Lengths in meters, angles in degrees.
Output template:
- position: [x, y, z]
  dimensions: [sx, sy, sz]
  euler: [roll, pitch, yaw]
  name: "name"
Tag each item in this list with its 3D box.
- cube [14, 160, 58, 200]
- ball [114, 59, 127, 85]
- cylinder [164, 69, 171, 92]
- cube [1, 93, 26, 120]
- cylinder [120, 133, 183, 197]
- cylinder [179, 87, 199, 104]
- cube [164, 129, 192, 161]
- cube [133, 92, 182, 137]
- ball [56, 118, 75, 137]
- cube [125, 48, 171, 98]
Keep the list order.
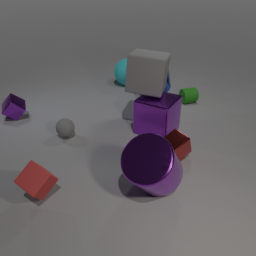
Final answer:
- position: [-2.418, 1.391, 7.439]
  dimensions: [0.700, 0.700, 0.700]
  euler: [32, 76, 15]
  name: "cube"
- position: [-0.049, -3.047, 15.215]
  dimensions: [1.400, 1.400, 1.400]
  euler: [0, 30, 0]
  name: "ball"
- position: [1.336, -2.517, 13.784]
  dimensions: [1.400, 1.400, 1.400]
  euler: [-2, 66, -3]
  name: "cylinder"
- position: [-4.794, -0.883, 11.746]
  dimensions: [0.700, 0.700, 0.700]
  euler: [29, 26, -41]
  name: "cube"
- position: [0.676, 1.024, 7.549]
  dimensions: [1.400, 1.400, 1.400]
  euler: [-8, 64, 17]
  name: "cylinder"
- position: [2.889, -1.553, 13.320]
  dimensions: [0.700, 0.700, 0.700]
  euler: [-9, 31, -14]
  name: "cylinder"
- position: [1.601, 0.591, 9.303]
  dimensions: [0.700, 0.700, 0.700]
  euler: [-37, 48, -16]
  name: "cube"
- position: [1.138, -0.526, 10.814]
  dimensions: [1.400, 1.400, 1.400]
  euler: [16, 33, 26]
  name: "cube"
- position: [-2.353, -0.016, 10.497]
  dimensions: [0.700, 0.700, 0.700]
  euler: [0, 30, 0]
  name: "ball"
- position: [0.757, -2.120, 10.634]
  dimensions: [1.400, 1.400, 1.400]
  euler: [11, 27, 10]
  name: "cube"
